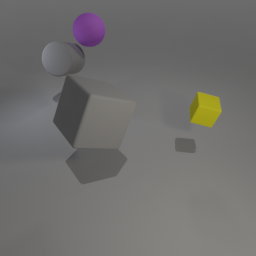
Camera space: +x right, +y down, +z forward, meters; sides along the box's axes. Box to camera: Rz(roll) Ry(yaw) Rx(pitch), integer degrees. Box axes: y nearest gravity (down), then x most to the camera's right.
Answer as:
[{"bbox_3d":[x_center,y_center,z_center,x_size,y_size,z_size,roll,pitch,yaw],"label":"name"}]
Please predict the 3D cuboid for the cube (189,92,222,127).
[{"bbox_3d":[2.339,-0.558,8.543,0.700,0.700,0.700,14,44,-4],"label":"cube"}]

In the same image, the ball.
[{"bbox_3d":[-1.680,-4.232,12.103,1.400,1.400,1.400,0,32,0],"label":"ball"}]

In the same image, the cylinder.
[{"bbox_3d":[-2.774,-3.009,12.217,1.400,1.400,1.400,8,17,13],"label":"cylinder"}]

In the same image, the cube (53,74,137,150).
[{"bbox_3d":[-0.886,-0.396,7.224,1.400,1.400,1.400,5,25,-40],"label":"cube"}]
